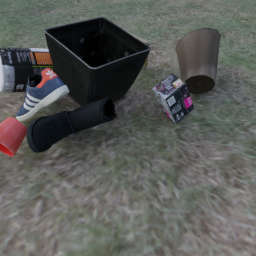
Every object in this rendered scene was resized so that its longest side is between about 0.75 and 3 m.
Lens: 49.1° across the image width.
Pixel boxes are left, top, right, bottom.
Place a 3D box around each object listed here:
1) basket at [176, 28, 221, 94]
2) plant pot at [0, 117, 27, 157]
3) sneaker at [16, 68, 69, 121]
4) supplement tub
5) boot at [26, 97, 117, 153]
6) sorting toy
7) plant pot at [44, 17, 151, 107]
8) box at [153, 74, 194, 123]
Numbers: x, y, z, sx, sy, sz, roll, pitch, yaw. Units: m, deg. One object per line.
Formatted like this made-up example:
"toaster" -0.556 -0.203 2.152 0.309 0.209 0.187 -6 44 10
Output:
"basket" 2.572 -2.364 10.305 1.799 1.357 1.995 -22 50 42
"plant pot" -3.223 0.204 7.603 0.908 0.908 0.803 19 60 22
"sneaker" -2.757 -1.001 8.378 2.364 0.999 0.886 -26 11 36
"supplement tub" -3.316 -2.050 9.937 2.473 1.515 1.515 -7 37 -34
"boot" -1.425 -0.166 7.747 1.916 0.865 2.339 -14 14 17
"sorting toy" -0.246 -3.431 11.483 2.410 1.796 0.323 29 75 11
"plant pot" -1.069 -2.001 9.315 2.418 2.145 2.412 -30 59 -35
"box" 1.443 -0.921 8.897 0.843 1.276 0.732 -38 47 -4
